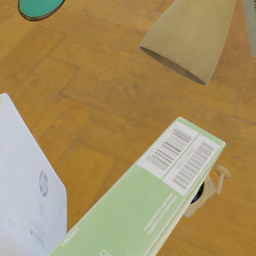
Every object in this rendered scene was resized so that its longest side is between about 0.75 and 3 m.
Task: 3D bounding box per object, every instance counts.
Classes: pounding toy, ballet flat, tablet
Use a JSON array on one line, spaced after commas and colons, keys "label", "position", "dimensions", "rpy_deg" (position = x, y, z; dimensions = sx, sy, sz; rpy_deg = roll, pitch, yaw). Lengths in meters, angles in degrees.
[{"label": "pounding toy", "position": [1.192, 0.997, 5.052], "dimensions": [1.308, 0.750, 0.748], "rpy_deg": [-40, 79, -16]}, {"label": "ballet flat", "position": [-1.734, -3.272, 6.537], "dimensions": [0.803, 0.808, 2.361], "rpy_deg": [35, 72, -17]}, {"label": "tablet", "position": [-1.391, 1.143, 4.247], "dimensions": [0.205, 2.995, 1.949], "rpy_deg": [-8, 52, 0]}]

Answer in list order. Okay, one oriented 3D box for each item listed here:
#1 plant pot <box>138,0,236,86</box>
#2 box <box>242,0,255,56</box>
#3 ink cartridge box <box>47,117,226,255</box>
[{"label": "plant pot", "position": [1.571, -2.350, 6.590], "dimensions": [1.921, 1.921, 2.051], "rpy_deg": [34, 100, 20]}, {"label": "box", "position": [4.119, -3.371, 6.581], "dimensions": [2.411, 2.399, 2.065], "rpy_deg": [0, 56, 33]}, {"label": "ink cartridge box", "position": [0.032, 1.510, 3.634], "dimensions": [0.707, 2.948, 2.145], "rpy_deg": [33, 54, 20]}]
